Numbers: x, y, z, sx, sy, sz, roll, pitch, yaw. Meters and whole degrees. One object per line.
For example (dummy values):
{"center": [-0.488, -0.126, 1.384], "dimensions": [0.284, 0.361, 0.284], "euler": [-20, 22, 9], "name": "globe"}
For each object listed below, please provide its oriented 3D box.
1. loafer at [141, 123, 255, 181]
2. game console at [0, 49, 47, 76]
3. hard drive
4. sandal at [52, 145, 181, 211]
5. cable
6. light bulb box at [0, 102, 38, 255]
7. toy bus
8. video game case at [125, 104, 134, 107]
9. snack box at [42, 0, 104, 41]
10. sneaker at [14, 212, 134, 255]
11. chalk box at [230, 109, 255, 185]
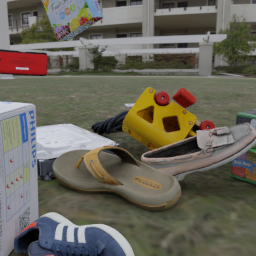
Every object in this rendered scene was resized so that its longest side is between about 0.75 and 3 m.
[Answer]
{"center": [1.284, 0.411, 5.303], "dimensions": [2.214, 0.696, 0.796], "euler": [-28, 15, 17], "name": "loafer"}
{"center": [-3.632, -2.201, 9.757], "dimensions": [1.568, 1.351, 0.931], "euler": [0, -24, -17], "name": "game console"}
{"center": [-1.859, 0.470, 7.444], "dimensions": [2.048, 0.555, 2.932], "euler": [-10, 17, -35], "name": "hard drive"}
{"center": [-0.290, 0.759, 5.270], "dimensions": [2.647, 0.715, 1.063], "euler": [11, 37, 29], "name": "sandal"}
{"center": [-0.055, -0.137, 8.958], "dimensions": [2.222, 0.692, 2.724], "euler": [-17, 1, -33], "name": "cable"}
{"center": [-2.055, 0.718, 3.363], "dimensions": [1.204, 1.913, 1.930], "euler": [4, 13, 6], "name": "light bulb box"}
{"center": [1.052, 0.210, 6.831], "dimensions": [2.509, 2.368, 1.297], "euler": [16, 65, 53], "name": "toy bus"}
{"center": [0.250, -1.272, 15.768], "dimensions": [0.733, 0.092, 0.805], "euler": [-3, 14, -11], "name": "video game case"}
{"center": [-1.477, -3.138, 7.290], "dimensions": [1.456, 1.227, 0.493], "euler": [-14, 9, 38], "name": "snack box"}
{"center": [-0.700, 1.454, 3.244], "dimensions": [1.618, 0.607, 0.684], "euler": [-2, 8, 37], "name": "sneaker"}
{"center": [3.129, 0.410, 5.781], "dimensions": [2.329, 1.443, 1.453], "euler": [-12, 19, -39], "name": "chalk box"}
